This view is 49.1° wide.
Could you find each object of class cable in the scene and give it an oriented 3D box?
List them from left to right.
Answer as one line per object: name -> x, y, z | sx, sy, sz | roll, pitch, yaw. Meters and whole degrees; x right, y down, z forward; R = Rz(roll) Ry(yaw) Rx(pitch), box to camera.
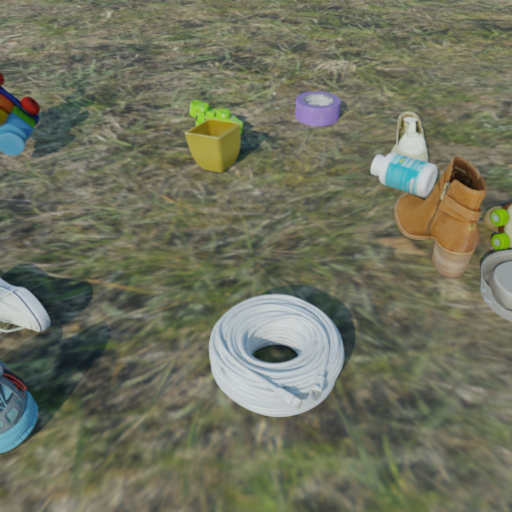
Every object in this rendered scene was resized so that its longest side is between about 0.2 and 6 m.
cable -> 0.269, 1.247, 7.305 | 1.737, 0.601, 1.737 | 18, 41, 24

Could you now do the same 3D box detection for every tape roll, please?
tape roll -> 1.497, -3.585, 13.616 | 1.067, 0.453, 1.067 | 0, 39, 0

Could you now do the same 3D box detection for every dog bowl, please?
dog bowl -> 4.064, 0.495, 8.412 | 1.415, 0.415, 1.415 | 0, 38, 0

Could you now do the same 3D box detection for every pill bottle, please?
pill bottle -> 2.799, -1.584, 10.696 | 1.156, 0.640, 0.640 | 23, 44, 27

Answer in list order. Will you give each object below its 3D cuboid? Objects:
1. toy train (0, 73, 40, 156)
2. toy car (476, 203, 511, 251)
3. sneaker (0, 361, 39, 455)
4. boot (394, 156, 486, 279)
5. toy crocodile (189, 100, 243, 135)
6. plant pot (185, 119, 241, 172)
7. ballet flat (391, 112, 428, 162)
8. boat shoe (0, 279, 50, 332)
toy train -> -5.653, -3.159, 11.284 | 1.069, 2.526, 1.462 | -38, 39, 15
toy car -> 4.227, -0.532, 9.693 | 0.846, 0.812, 1.029 | -9, 10, -17
sneaker -> -3.867, 1.722, 6.160 | 2.589, 1.237, 1.027 | -14, 40, -17
boot -> 2.970, -0.884, 9.153 | 0.824, 1.668, 2.149 | -4, 38, -5
toy crocodile -> -0.944, -3.227, 13.072 | 1.639, 0.553, 0.506 | 25, 42, 29
plant pot -> -0.837, -2.219, 11.489 | 0.847, 0.867, 0.842 | 16, 39, 29
ballet flat -> 3.262, -2.417, 11.893 | 0.777, 0.777, 2.238 | 6, 38, 7
boat shoe -> -3.697, 0.745, 7.901 | 1.767, 0.653, 0.753 | 23, 43, 30
